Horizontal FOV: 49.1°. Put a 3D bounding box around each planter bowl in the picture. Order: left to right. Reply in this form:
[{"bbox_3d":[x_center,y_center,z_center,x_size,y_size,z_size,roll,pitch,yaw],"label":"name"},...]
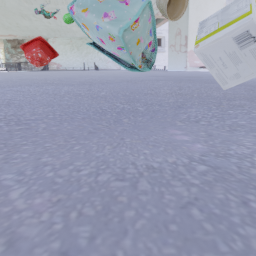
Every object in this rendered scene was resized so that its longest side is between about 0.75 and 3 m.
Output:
[{"bbox_3d":[1.356,-4.055,9.046,1.035,1.035,0.697,-13,38,-41],"label":"planter bowl"}]

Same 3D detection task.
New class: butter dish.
[{"bbox_3d":[-2.383,-1.906,7.459,0.792,0.587,0.794,-16,-36,23],"label":"butter dish"}]

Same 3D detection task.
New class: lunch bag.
[{"bbox_3d":[-0.319,-3.345,9.896,2.554,1.828,2.999,36,-7,22],"label":"lunch bag"}]

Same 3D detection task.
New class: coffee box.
[{"bbox_3d":[3.196,-2.512,8.218,1.726,1.724,1.707,-24,34,39],"label":"coffee box"}]

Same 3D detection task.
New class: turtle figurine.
[{"bbox_3d":[-2.813,-4.044,9.765,0.925,0.466,0.693,18,7,36],"label":"turtle figurine"}]

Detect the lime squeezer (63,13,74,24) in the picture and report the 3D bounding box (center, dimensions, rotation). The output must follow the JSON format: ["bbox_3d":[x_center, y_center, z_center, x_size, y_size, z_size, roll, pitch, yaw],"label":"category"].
[{"bbox_3d":[-2.223,-4.538,11.247,0.436,0.816,2.311,42,14,-17],"label":"lime squeezer"}]
